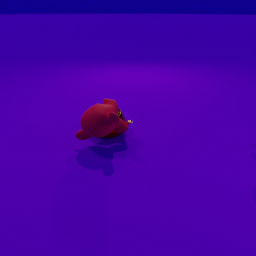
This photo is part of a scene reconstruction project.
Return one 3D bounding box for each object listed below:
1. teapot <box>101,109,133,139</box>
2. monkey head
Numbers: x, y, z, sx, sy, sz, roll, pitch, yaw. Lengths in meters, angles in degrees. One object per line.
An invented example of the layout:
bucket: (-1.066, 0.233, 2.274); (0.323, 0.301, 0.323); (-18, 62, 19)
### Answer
teapot: (-0.458, -0.194, 7.118); (1.514, 0.741, 0.941); (23, 39, 35)
monkey head: (-0.514, -0.090, 6.301); (1.446, 1.040, 0.871); (-27, 27, 41)
